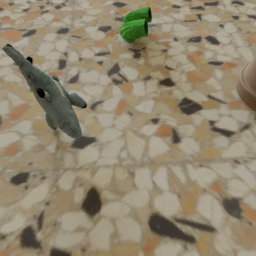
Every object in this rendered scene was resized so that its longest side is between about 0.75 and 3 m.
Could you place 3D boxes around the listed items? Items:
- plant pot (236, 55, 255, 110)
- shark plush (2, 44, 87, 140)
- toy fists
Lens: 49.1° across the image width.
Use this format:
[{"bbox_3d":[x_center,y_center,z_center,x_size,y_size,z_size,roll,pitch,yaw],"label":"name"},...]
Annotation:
[{"bbox_3d":[4.651,-1.835,8.323,2.323,2.026,2.323,0,48,0],"label":"plant pot"},{"bbox_3d":[-2.003,-0.983,7.179,1.255,2.762,1.150,-23,21,2],"label":"shark plush"},{"bbox_3d":[0.299,-4.021,10.977,1.076,0.726,2.110,-4,45,19],"label":"toy fists"}]
